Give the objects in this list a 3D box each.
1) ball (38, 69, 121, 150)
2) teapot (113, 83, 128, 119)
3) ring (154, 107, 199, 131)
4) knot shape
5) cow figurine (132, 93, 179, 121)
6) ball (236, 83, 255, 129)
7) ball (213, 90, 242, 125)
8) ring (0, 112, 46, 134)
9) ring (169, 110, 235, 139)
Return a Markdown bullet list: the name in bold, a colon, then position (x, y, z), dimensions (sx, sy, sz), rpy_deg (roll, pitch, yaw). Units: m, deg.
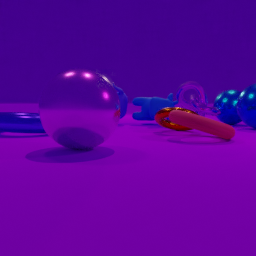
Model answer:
- **ball**: position (-0.772, -0.300, 4.556), dimensions (1.307, 1.307, 1.307), rpy_deg (0, 5, 0)
- **teapot**: position (-0.409, -0.818, 9.418), dimensions (0.728, 1.486, 0.924), rpy_deg (5, 31, -12)
- **ring**: position (1.256, -0.210, 7.051), dimensions (1.186, 0.237, 1.186), rpy_deg (9, -18, 3)
- **knot shape**: position (2.291, -0.708, 8.877), dimensions (0.709, 1.533, 1.435), rpy_deg (-41, 37, -10)
- **cow figurine**: position (0.980, -0.620, 9.243), dimensions (1.703, 0.950, 1.731), rpy_deg (2, 1, 28)
- **ball**: position (3.693, -0.613, 7.749), dimensions (1.299, 1.299, 1.299), rpy_deg (0, 5, 0)
- **ball**: position (3.462, -0.697, 9.367), dimensions (1.171, 1.171, 1.171), rpy_deg (0, 5, 0)
- **ring**: position (-2.479, -0.153, 7.134), dimensions (2.100, 0.420, 2.100), rpy_deg (3, 4, 0)
- **ring**: position (1.526, -0.076, 5.846), dimensions (1.391, 0.278, 1.391), rpy_deg (17, 4, -1)
